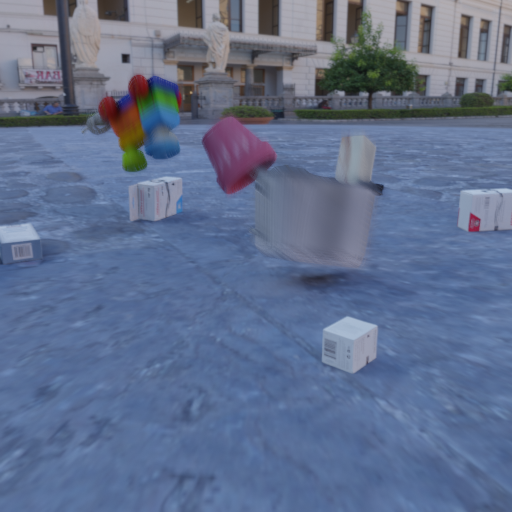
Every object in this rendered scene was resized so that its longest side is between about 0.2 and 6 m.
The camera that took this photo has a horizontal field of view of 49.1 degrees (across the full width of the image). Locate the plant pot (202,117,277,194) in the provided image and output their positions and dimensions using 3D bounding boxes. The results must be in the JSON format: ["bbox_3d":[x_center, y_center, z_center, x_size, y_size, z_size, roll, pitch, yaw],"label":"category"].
[{"bbox_3d":[-0.425,-2.027,11.021,1.270,1.137,1.270,-37,-5,-4],"label":"plant pot"}]

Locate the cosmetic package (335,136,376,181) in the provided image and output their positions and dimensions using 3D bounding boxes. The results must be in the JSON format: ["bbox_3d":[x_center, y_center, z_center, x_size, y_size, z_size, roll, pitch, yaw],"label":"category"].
[{"bbox_3d":[1.631,-1.433,9.297,0.432,0.989,0.511,2,-16,37],"label":"cosmetic package"}]

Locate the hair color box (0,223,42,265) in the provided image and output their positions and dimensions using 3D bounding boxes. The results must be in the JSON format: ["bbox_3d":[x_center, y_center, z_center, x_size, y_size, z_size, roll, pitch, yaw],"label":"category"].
[{"bbox_3d":[-4.176,-0.232,9.811,0.632,0.387,1.276,-8,19,-27],"label":"hair color box"}]

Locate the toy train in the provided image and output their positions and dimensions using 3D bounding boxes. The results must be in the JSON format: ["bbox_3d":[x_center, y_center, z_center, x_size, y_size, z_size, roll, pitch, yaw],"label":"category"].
[{"bbox_3d":[-2.632,-2.404,11.505,2.678,1.549,1.133,-21,-16,35],"label":"toy train"}]

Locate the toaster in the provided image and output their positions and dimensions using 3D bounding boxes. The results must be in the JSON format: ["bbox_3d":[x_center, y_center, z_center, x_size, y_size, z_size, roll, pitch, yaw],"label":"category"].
[{"bbox_3d":[0.889,-0.543,8.251,2.019,1.304,1.147,6,2,-22],"label":"toaster"}]

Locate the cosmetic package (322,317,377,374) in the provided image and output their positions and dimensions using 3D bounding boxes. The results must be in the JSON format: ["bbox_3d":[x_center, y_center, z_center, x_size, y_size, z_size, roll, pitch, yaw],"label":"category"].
[{"bbox_3d":[0.982,0.925,5.867,0.390,0.390,0.473,14,23,40],"label":"cosmetic package"}]

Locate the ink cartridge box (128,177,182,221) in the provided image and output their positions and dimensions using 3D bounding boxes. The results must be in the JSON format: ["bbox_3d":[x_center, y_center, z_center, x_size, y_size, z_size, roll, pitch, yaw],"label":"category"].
[{"bbox_3d":[-2.226,-1.262,12.550,0.473,0.822,1.419,9,19,24],"label":"ink cartridge box"}]

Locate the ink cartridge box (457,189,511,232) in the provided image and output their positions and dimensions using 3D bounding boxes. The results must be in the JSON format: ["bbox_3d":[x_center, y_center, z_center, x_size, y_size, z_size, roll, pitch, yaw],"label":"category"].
[{"bbox_3d":[4.765,-0.941,11.496,1.089,0.791,0.454,-3,17,-12],"label":"ink cartridge box"}]
